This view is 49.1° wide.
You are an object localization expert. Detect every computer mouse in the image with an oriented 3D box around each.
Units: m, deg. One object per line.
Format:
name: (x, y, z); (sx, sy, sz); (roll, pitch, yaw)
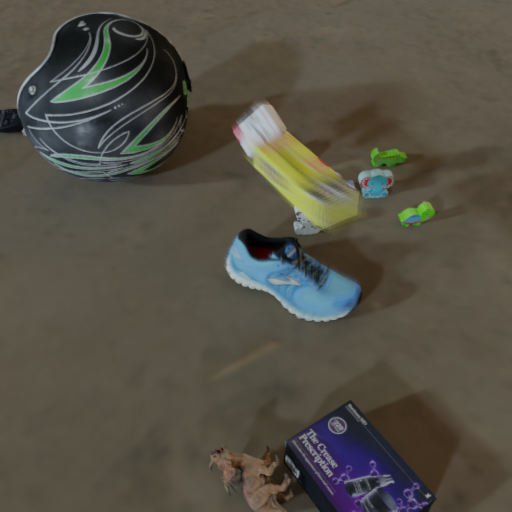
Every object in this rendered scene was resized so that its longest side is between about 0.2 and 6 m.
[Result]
computer mouse: (-6.404, -3.048, 13.145); (2.294, 0.390, 0.672); (-4, 57, 3)

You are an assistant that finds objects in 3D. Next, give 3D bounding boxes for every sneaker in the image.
sneaker: (0.601, 0.266, 9.193); (2.372, 1.067, 0.930); (21, 51, 11)

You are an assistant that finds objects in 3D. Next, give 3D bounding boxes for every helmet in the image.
helmet: (-2.957, -2.935, 11.174); (3.120, 3.120, 2.975); (9, 62, 9)

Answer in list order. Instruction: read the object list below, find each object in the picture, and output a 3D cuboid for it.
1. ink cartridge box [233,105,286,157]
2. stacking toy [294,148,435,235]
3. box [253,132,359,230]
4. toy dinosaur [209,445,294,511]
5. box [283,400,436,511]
ink cartridge box: (0.062, -2.164, 9.700); (0.559, 0.767, 0.325); (58, 29, 7)
stacking toy: (1.920, -1.476, 11.287); (2.899, 0.681, 2.186); (-4, 45, -5)
box: (0.724, -1.205, 8.666); (0.725, 0.483, 1.926); (-22, 47, -19)
toy dinosaur: (-0.022, 2.903, 7.064); (0.824, 0.522, 1.215); (-26, 63, -13)
box: (1.253, 2.799, 7.062); (1.120, 0.626, 1.586); (-24, 49, -25)
